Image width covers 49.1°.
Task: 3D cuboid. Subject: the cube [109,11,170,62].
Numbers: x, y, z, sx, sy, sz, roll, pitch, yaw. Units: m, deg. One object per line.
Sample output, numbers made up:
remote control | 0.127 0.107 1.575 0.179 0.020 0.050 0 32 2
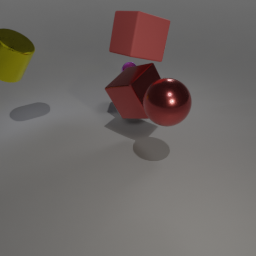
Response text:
cube | 0.374 -3.161 9.679 1.400 1.400 1.400 -1 20 -37

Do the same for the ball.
ball | 1.133 -0.743 8.126 1.400 1.400 1.400 0 31 0

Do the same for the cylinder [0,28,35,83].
cylinder | -4.323 -2.625 10.227 1.400 1.400 1.400 27 33 -20

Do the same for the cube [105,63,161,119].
cube | 0.328 -1.291 10.012 1.400 1.400 1.400 3 42 48

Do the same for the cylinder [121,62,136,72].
cylinder | 0.040 -2.625 12.878 0.700 0.700 0.700 -4 3 -7
